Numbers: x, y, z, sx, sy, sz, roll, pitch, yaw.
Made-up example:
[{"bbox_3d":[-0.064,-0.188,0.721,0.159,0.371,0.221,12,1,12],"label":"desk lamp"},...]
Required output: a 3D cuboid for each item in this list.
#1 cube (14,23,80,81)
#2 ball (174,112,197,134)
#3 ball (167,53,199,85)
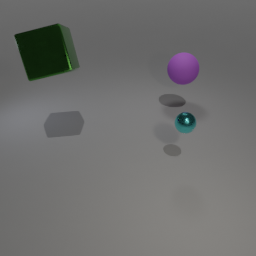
[{"bbox_3d":[-2.483,-2.378,8.899,1.400,1.400,1.400,-13,14,4],"label":"cube"},{"bbox_3d":[1.855,-0.169,9.045,0.700,0.700,0.700,0,31,0],"label":"ball"},{"bbox_3d":[2.452,-2.628,12.452,1.400,1.400,1.400,0,31,0],"label":"ball"}]
